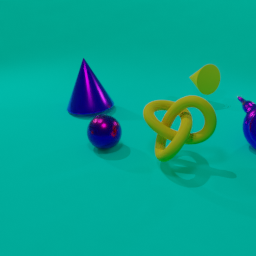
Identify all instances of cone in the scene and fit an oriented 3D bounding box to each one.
[{"bbox_3d":[-1.261,-1.395,8.648,1.518,1.524,1.518,-5,23,2],"label":"cone"},{"bbox_3d":[2.360,-1.649,9.331,0.975,0.975,0.978,-13,19,-24],"label":"cone"}]

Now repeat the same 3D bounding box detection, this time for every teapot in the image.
[{"bbox_3d":[3.380,-0.082,6.671,2.057,1.279,1.007,46,22,17],"label":"teapot"}]

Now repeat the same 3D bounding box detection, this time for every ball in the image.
[{"bbox_3d":[-0.562,0.096,6.682,0.838,0.838,0.838,0,27,0],"label":"ball"}]

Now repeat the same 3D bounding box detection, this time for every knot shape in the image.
[{"bbox_3d":[0.975,0.038,5.931,1.558,0.720,1.458,14,74,35],"label":"knot shape"}]
